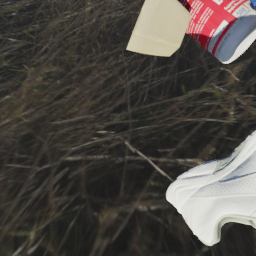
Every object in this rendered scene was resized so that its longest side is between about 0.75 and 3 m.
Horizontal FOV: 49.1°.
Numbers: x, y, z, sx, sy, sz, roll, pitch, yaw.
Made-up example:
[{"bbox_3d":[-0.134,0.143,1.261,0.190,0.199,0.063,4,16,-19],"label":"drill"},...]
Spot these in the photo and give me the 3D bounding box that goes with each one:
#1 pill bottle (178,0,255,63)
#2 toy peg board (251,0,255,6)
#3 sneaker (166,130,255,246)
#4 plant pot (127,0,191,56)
[{"bbox_3d":[2.136,-3.209,7.606,1.592,1.592,2.837,-35,71,-29],"label":"pill bottle"},{"bbox_3d":[3.468,-2.329,5.822,2.347,1.152,2.356,14,52,-14],"label":"toy peg board"},{"bbox_3d":[1.659,0.706,3.502,2.213,0.862,1.100,-34,58,7],"label":"sneaker"},{"bbox_3d":[0.779,-2.456,6.833,1.127,1.272,1.273,21,86,-8],"label":"plant pot"}]
